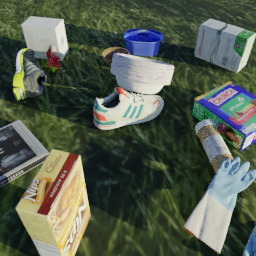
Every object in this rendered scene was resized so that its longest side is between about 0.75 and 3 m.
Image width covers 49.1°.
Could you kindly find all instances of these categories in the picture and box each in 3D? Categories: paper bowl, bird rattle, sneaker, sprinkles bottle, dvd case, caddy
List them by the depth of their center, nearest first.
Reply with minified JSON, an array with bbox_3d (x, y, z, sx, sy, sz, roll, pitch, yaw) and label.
[{"bbox_3d":[-4.239,0.979,8.826,2.853,0.353,2.144,-31,52,-28],"label":"dvd case"},{"bbox_3d":[2.783,0.630,8.937,0.690,0.690,2.023,-6,45,-6],"label":"sprinkles bottle"},{"bbox_3d":[0.069,-0.863,10.020,2.790,1.304,0.982,-16,46,-15],"label":"sneaker"},{"bbox_3d":[0.508,-2.087,10.940,2.402,1.249,2.402,10,16,-3],"label":"paper bowl"},{"bbox_3d":[-4.043,-2.269,11.783,1.205,1.100,2.978,-2,51,-11],"label":"sneaker"},{"bbox_3d":[-3.369,-3.053,12.121,0.780,1.385,1.129,1,82,-20],"label":"bird rattle"},{"bbox_3d":[0.738,-4.322,13.760,1.975,1.037,1.396,6,44,6],"label":"caddy"}]

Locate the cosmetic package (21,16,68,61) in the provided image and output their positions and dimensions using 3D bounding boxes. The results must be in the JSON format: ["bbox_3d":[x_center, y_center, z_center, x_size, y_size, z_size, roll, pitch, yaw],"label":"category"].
[{"bbox_3d":[-3.852,-4.197,13.172,1.657,1.652,1.019,8,46,7],"label":"cosmetic package"}]

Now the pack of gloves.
[{"bbox_3d":[3.121,2.282,7.405,2.416,0.568,2.876,35,60,13],"label":"pack of gloves"}]

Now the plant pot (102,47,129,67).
[{"bbox_3d":[-0.561,-3.177,12.910,1.257,0.580,1.257,0,45,0],"label":"plant pot"}]

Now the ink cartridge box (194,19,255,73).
[{"bbox_3d":[4.331,-3.771,12.739,2.277,1.669,0.946,32,52,28],"label":"ink cartridge box"}]

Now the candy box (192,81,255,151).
[{"bbox_3d":[3.787,-0.529,9.981,1.935,0.882,2.289,-28,50,-24],"label":"candy box"}]

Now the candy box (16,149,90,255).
[{"bbox_3d":[-1.510,1.896,6.281,0.714,2.583,1.491,11,45,12],"label":"candy box"}]
